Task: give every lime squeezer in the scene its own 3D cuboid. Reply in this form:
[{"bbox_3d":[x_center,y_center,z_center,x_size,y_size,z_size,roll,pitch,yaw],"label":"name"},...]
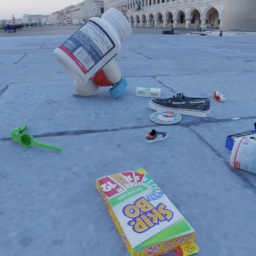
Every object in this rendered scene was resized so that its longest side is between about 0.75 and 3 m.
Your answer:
[{"bbox_3d":[-3.403,0.371,9.629,2.789,0.526,0.985,22,1,44],"label":"lime squeezer"}]

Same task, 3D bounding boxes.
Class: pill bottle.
[{"bbox_3d":[3.768,0.872,7.743,1.622,0.882,0.882,17,29,34],"label":"pill bottle"},{"bbox_3d":[-1.327,-3.336,11.261,2.935,1.755,1.755,-45,37,-9],"label":"pill bottle"}]

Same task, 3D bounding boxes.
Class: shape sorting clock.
[{"bbox_3d":[1.564,-0.465,11.623,1.271,0.249,1.271,0,23,0],"label":"shape sorting clock"}]

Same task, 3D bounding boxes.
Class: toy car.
[{"bbox_3d":[-1.832,-2.588,14.740,2.762,2.546,2.443,-26,20,14],"label":"toy car"}]

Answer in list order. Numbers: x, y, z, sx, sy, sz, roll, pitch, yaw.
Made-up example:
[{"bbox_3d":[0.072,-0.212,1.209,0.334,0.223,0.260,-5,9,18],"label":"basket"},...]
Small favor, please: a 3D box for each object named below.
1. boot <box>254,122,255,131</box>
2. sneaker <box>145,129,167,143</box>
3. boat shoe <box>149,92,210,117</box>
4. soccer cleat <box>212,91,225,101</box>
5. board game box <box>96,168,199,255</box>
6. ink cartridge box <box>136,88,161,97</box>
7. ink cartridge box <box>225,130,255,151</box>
[{"bbox_3d":[4.940,0.336,8.717,1.714,0.563,1.413,0,53,-18],"label":"boot"},{"bbox_3d":[1.027,0.212,9.878,0.944,0.399,0.354,-17,29,-35],"label":"sneaker"},{"bbox_3d":[2.247,-1.145,12.342,2.699,0.915,0.968,11,26,24],"label":"boat shoe"},{"bbox_3d":[4.604,-1.612,14.203,0.437,0.352,1.025,7,26,-6],"label":"soccer cleat"},{"bbox_3d":[0.294,1.824,6.252,1.322,0.415,2.767,-10,28,-19],"label":"board game box"},{"bbox_3d":[1.140,-2.066,15.185,1.261,0.392,1.567,3,25,7],"label":"ink cartridge box"},{"bbox_3d":[4.338,0.444,9.280,1.993,0.441,0.937,-10,26,-22],"label":"ink cartridge box"}]
